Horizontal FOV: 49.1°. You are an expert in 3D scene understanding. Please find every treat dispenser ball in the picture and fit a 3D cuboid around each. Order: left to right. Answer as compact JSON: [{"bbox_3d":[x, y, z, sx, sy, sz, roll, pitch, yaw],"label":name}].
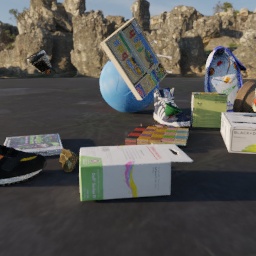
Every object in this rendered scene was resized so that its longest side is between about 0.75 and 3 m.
[{"bbox_3d":[0.072,-2.112,13.234,2.798,2.798,2.798,0,13,0],"label":"treat dispenser ball"}]

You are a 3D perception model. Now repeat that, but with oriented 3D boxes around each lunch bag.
[{"bbox_3d":[4.467,-2.284,13.077,1.828,2.952,2.509,-10,9,15],"label":"lunch bag"}]

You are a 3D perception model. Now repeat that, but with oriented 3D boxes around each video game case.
[{"bbox_3d":[-2.610,0.472,7.714,1.501,0.193,1.652,-4,13,-17],"label":"video game case"}]

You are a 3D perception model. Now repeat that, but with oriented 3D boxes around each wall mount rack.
[{"bbox_3d":[1.322,-2.899,11.698,0.555,1.488,1.293,-27,58,-5],"label":"wall mount rack"}]

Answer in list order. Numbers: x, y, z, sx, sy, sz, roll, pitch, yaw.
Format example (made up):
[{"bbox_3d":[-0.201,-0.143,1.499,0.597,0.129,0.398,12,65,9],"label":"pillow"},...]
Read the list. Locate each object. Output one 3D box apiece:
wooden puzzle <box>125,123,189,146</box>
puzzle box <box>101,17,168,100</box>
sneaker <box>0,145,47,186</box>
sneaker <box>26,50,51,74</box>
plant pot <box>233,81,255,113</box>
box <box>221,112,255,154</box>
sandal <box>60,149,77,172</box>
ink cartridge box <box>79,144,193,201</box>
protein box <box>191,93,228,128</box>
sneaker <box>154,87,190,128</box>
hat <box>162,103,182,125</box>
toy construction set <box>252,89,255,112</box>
[{"bbox_3d":[0.968,0.250,8.656,1.724,0.204,2.907,3,13,15],"label":"wooden puzzle"},{"bbox_3d":[0.247,-2.074,8.505,1.381,2.076,0.264,-46,25,-22],"label":"puzzle box"},{"bbox_3d":[-2.873,0.512,5.535,2.393,1.077,0.837,-2,13,-9],"label":"sneaker"},{"bbox_3d":[-2.760,-2.086,9.003,0.572,0.613,1.547,-28,5,0],"label":"sneaker"},{"bbox_3d":[5.394,-0.981,11.606,1.610,1.610,1.404,-11,34,-41],"label":"plant pot"},{"bbox_3d":[3.528,0.087,8.225,1.377,0.710,2.361,3,13,12],"label":"box"},{"bbox_3d":[-1.327,0.717,6.379,0.284,0.422,1.052,18,0,-24],"label":"sandal"},{"bbox_3d":[0.096,0.781,5.280,1.973,0.664,1.155,-2,13,-8],"label":"ink cartridge box"},{"bbox_3d":[3.006,-0.690,10.493,1.202,1.211,0.817,2,13,7],"label":"protein box"},{"bbox_3d":[1.611,-0.827,10.750,0.880,1.363,2.512,-3,13,-15],"label":"sneaker"},{"bbox_3d":[1.436,-0.434,9.951,0.821,0.722,0.680,11,21,-40],"label":"hat"},{"bbox_3d":[5.127,-0.524,8.420,2.762,1.811,1.272,-3,13,-11],"label":"toy construction set"}]
